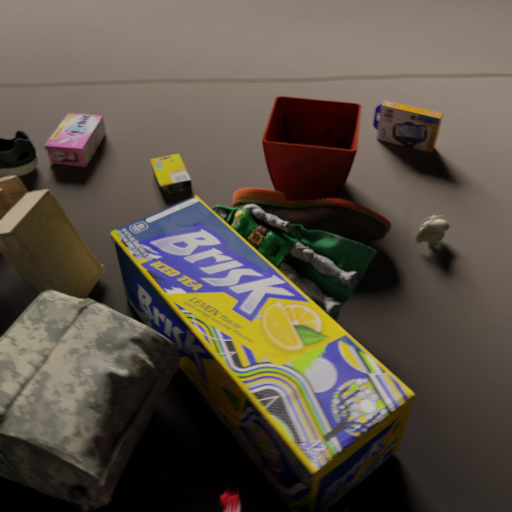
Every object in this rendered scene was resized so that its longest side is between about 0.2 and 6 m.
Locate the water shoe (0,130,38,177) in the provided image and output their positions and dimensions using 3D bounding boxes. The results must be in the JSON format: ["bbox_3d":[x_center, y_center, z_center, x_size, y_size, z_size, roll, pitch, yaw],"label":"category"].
[{"bbox_3d":[-5.815,-2.109,11.595,2.387,0.942,0.853,-10,45,-11],"label":"water shoe"}]

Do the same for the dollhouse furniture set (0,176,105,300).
[{"bbox_3d":[-4.221,0.074,9.288,2.705,1.760,2.485,-6,39,25],"label":"dollhouse furniture set"}]

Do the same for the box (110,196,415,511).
[{"bbox_3d":[-0.194,1.115,7.839,1.647,1.511,4.701,-27,50,-26],"label":"box"}]

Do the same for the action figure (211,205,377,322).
[{"bbox_3d":[0.309,-0.083,9.097,2.792,0.763,1.649,32,88,25],"label":"action figure"}]

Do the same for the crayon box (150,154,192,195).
[{"bbox_3d":[-1.784,-1.710,11.674,0.651,0.261,1.026,-13,46,-13],"label":"crayon box"}]

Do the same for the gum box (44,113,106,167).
[{"bbox_3d":[-3.981,-2.556,12.386,0.827,0.482,1.458,6,44,4],"label":"gum box"}]

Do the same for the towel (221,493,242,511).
[{"bbox_3d":[-0.147,3.370,5.667,0.180,1.158,1.601,-8,49,-1],"label":"towel"}]

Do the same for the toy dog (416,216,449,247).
[{"bbox_3d":[3.229,-0.485,10.178,0.410,0.570,0.588,9,20,43],"label":"toy dog"}]

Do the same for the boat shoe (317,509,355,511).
[{"bbox_3d":[0.811,3.619,5.619,0.780,0.969,2.089,-2,43,-2],"label":"boat shoe"}]

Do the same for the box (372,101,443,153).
[{"bbox_3d":[3.304,-2.892,12.462,1.478,0.880,0.307,17,47,18],"label":"box"}]

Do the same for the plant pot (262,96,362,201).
[{"bbox_3d":[1.078,-1.991,11.063,1.721,1.517,1.719,8,44,7],"label":"plant pot"}]

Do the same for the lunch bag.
[{"bbox_3d":[-2.238,1.794,7.014,1.954,1.623,2.330,10,43,19],"label":"lunch bag"}]

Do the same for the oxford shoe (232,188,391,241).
[{"bbox_3d":[0.952,-0.455,10.080,2.878,1.024,1.044,7,72,4],"label":"oxford shoe"}]
